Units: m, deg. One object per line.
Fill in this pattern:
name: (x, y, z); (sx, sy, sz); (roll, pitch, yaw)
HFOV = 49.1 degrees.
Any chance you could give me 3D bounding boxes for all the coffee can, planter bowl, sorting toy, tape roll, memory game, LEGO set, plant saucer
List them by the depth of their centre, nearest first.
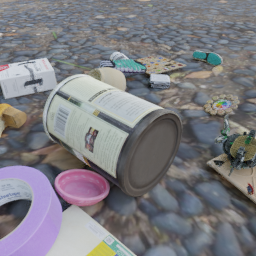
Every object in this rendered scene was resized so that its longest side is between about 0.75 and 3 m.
tape roll: (-2.413, 1.755, 5.348); (2.168, 0.711, 2.168); (-8, 38, 6)
plant saucer: (-1.042, 1.366, 6.352); (1.232, 0.312, 1.232); (11, 19, -4)
LEGO set: (2.939, 0.848, 6.596); (1.743, 0.761, 2.685); (-11, 51, 20)
coffee can: (-0.421, 0.053, 6.904); (2.835, 2.075, 2.075); (28, 44, 34)
sorting toy: (3.781, 0.959, 7.064); (2.941, 0.433, 2.174); (-21, 37, -24)
planter bowl: (-0.877, -1.486, 9.541); (1.363, 1.363, 0.917); (34, 10, 39)
memory game: (3.190, -0.813, 9.580); (1.185, 0.075, 1.185); (-17, 34, 12)

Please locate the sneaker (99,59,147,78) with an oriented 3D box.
sneaker: (-0.257, -2.253, 11.351); (2.059, 0.901, 0.766); (-2, 46, -25)

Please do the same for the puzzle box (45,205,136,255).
puzzle box: (-0.888, 2.337, 5.229); (1.879, 0.239, 1.250); (28, 43, 34)

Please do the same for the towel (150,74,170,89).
towel: (1.268, -1.856, 11.240); (0.801, 0.343, 0.664); (3, 36, 1)

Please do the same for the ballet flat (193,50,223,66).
ballet flat: (3.845, -3.350, 13.310); (1.589, 0.552, 0.552); (29, 44, 36)

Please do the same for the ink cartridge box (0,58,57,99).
ink cartridge box: (-3.941, -1.979, 10.960); (1.991, 0.834, 1.437); (-15, 37, -21)

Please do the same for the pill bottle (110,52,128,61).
pill bottle: (-0.290, -2.827, 12.270); (0.739, 0.739, 1.306); (-13, 37, -18)

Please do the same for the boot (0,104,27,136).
boot: (-4.472, -0.014, 8.242); (1.816, 0.893, 2.537); (12, 33, 28)

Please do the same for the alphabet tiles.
alphabet tiles: (1.184, -2.899, 12.742); (1.890, 0.085, 2.260); (-19, 32, -24)
